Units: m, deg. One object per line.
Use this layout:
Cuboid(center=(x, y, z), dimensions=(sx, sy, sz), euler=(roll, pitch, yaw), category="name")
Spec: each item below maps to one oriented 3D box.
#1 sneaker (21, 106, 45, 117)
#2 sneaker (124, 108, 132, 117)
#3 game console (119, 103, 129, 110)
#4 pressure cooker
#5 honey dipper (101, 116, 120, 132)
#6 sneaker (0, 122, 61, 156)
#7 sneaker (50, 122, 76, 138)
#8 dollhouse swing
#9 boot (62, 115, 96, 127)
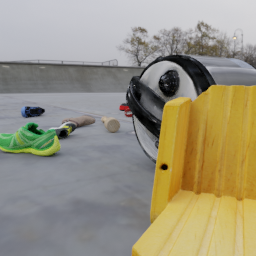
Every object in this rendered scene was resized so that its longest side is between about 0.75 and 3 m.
Cuboid(center=(-4.401, -0.790, 13.029), dimensions=(0.575, 0.518, 1.476), euler=(-6, 7, 9), category="sneaker")
Cuboid(center=(0.591, -0.795, 13.031), dimensions=(1.413, 0.554, 0.817), euler=(3, 11, 10), category="sneaker")
Cuboid(center=(0.436, -1.222, 16.717), dimensions=(1.812, 0.318, 2.049), euler=(5, 10, 2), category="game console")
Cuboid(center=(1.089, -0.314, 4.907), dimensions=(2.226, 1.988, 1.958), euler=(-6, -4, -33), category="pressure cooker")
Cuboid(center=(-0.708, -0.213, 9.773), dimensions=(0.446, 0.446, 2.350), euler=(-2, 7, -13), category="honey dipper")
Cuboid(center=(-2.201, 0.202, 6.164), dimensions=(1.629, 0.681, 0.603), euler=(2, 10, 19), category="sneaker")
Cuboid(center=(-1.787, 0.120, 7.951), dimensions=(0.426, 0.375, 1.006), euler=(12, 23, 31), category="sneaker")
Cuboid(center=(1.232, 0.291, 2.388), dimensions=(2.175, 1.976, 1.912), euler=(4, -11, 23), category="dollhouse swing")
Cuboid(center=(-1.756, -0.178, 9.825), dimensions=(1.099, 0.386, 0.803), euler=(0, 15, 6), category="boot")
